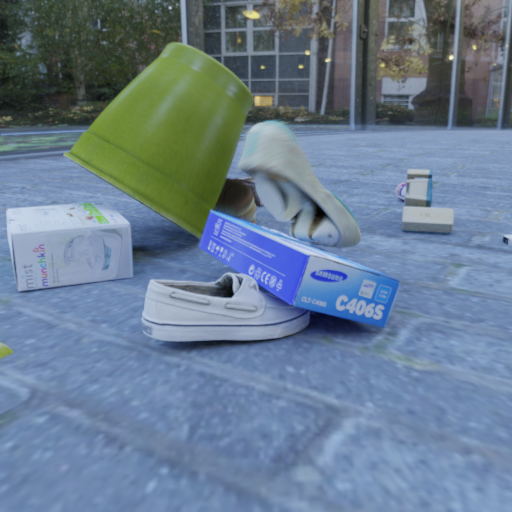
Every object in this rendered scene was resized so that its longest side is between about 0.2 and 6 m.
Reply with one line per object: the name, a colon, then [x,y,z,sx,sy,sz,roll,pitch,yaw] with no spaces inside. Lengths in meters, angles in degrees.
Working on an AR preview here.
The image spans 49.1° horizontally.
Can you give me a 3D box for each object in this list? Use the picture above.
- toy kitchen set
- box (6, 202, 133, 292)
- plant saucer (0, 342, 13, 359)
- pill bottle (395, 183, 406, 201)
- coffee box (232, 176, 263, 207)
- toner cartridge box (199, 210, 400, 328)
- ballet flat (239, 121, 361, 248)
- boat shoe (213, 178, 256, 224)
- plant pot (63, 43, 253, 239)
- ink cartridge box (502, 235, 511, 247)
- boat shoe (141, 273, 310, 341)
toy kitchen set: [4.087,-1.009,13.346,1.090,1.483,1.851,5,54,17]
box: [-3.389,-0.277,10.018,1.899,1.040,2.152,-8,19,-25]
plant saucer: [-3.482,1.157,6.800,0.727,0.174,0.726,10,20,29]
pill bottle: [4.363,-1.730,15.719,0.526,0.526,0.944,-4,18,-14]
coffee box: [0.234,-1.944,16.134,0.989,0.689,1.729,13,21,37]
toner cartridge box: [0.461,0.092,8.396,1.551,0.705,3.265,15,7,-29]
ballet flat: [0.605,-0.713,8.060,0.958,0.885,2.840,3,-30,41]
boat shoe: [-1.257,-1.412,13.642,3.055,1.163,1.095,30,66,35]
plant pot: [-1.680,-2.465,11.519,3.213,3.093,3.213,32,-2,1]
ink cartridge box: [5.741,-0.315,11.653,1.027,0.191,0.486,-4,17,-5]
boat shoe: [-0.309,0.594,7.308,2.367,0.778,0.852,2,14,-23]
